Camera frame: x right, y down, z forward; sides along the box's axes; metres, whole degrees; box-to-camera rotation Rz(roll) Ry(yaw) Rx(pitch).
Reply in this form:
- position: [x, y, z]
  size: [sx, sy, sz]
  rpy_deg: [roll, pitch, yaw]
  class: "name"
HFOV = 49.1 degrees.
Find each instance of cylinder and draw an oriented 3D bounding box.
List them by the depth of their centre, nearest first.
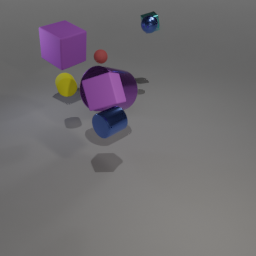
- position: [-0.486, -0.161, 7.525]
  size: [0.700, 0.700, 0.700]
  rpy_deg: [25, 38, 37]
  class: "cylinder"
- position: [-0.615, -1.260, 9.185]
  size: [1.400, 1.400, 1.400]
  rpy_deg: [19, 14, 30]
  class: "cylinder"
- position: [-2.216, -1.554, 10.027]
  size: [0.700, 0.700, 0.700]
  rpy_deg: [-9, 27, -16]
  class: "cylinder"

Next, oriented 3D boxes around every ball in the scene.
- position: [0.877, -4.264, 11.529]
  size: [0.700, 0.700, 0.700]
  rpy_deg: [0, 29, 0]
  class: "ball"
- position: [-1.377, -3.605, 14.129]
  size: [0.700, 0.700, 0.700]
  rpy_deg: [0, 29, 0]
  class: "ball"

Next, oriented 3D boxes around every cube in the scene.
- position: [-0.539, -0.838, 6.463]
  size: [0.700, 0.700, 0.700]
  rpy_deg: [-14, 5, 18]
  class: "cube"
- position: [-2.742, -3.540, 11.917]
  size: [1.400, 1.400, 1.400]
  rpy_deg: [34, 47, 25]
  class: "cube"
- position: [1.053, -5.001, 13.264]
  size: [0.700, 0.700, 0.700]
  rpy_deg: [-17, 38, -2]
  class: "cube"
